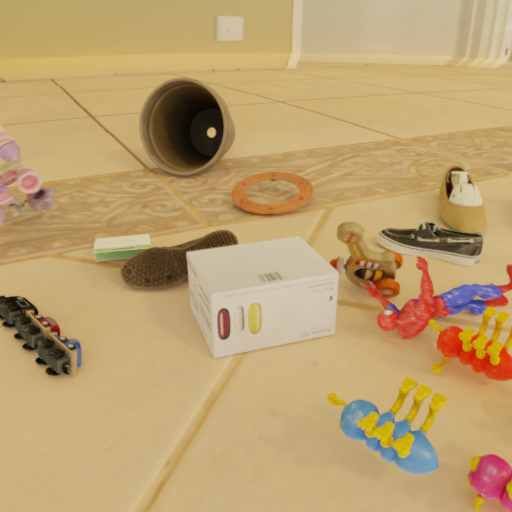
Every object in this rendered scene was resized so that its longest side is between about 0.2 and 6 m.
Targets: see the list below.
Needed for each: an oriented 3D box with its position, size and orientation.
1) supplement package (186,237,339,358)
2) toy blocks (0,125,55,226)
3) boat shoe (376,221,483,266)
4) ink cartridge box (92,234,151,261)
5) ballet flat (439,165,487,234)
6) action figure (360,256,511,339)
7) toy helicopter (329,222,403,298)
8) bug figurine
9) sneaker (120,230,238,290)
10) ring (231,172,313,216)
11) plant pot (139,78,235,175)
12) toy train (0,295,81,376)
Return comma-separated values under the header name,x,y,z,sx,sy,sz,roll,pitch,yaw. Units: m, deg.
name,x,y,z,sx,sy,sz,roll,pitch,yaw
supplement package,0.061,0.568,8.640,1.941,1.076,1.512,-9,26,-17
toy blocks,-5.270,-1.119,11.342,2.087,2.233,1.880,-34,52,-14
boat shoe,3.424,-0.363,11.110,2.049,0.652,0.724,12,28,24
ink cartridge box,-2.516,-0.103,10.601,1.074,0.354,1.476,-6,15,-12
ballet flat,4.714,-1.389,12.981,0.985,0.905,2.871,3,26,7
action figure,2.806,0.486,8.841,2.664,0.869,1.319,-15,56,-27
toy helicopter,1.672,0.012,9.286,1.196,1.808,0.713,-3,57,27
bug figurine,2.584,1.804,6.319,2.662,0.883,3.432,28,33,35
sneaker,-1.350,0.143,10.185,2.154,0.759,0.814,-16,-8,-8
ring,0.389,-1.521,13.728,2.024,0.194,2.024,-4,36,3
plant pot,-1.717,-3.680,16.368,2.642,2.642,2.293,8,10,16
toy train,-3.219,1.132,8.307,0.564,0.420,2.462,-7,23,-42
